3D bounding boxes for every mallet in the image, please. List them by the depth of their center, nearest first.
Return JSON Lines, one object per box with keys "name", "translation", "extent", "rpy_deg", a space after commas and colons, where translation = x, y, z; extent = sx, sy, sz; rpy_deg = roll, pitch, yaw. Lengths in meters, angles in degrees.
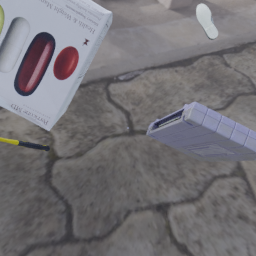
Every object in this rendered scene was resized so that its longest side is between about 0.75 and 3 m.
{"name": "mallet", "translation": [-2.441, 0.285, 5.877], "extent": [0.571, 1.734, 0.357], "rpy_deg": [7, 82, 31]}

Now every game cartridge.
{"name": "game cartridge", "translation": [1.332, 0.172, 5.170], "extent": [1.494, 2.305, 0.442], "rpy_deg": [21, 79, -9]}

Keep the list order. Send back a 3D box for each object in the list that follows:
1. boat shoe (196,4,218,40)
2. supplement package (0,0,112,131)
{"name": "boat shoe", "translation": [2.112, -2.833, 7.547], "extent": [0.371, 0.315, 1.019], "rpy_deg": [-24, 85, 10]}
{"name": "supplement package", "translation": [-2.267, -2.037, 6.714], "extent": [2.797, 2.925, 2.151], "rpy_deg": [28, 13, -10]}
